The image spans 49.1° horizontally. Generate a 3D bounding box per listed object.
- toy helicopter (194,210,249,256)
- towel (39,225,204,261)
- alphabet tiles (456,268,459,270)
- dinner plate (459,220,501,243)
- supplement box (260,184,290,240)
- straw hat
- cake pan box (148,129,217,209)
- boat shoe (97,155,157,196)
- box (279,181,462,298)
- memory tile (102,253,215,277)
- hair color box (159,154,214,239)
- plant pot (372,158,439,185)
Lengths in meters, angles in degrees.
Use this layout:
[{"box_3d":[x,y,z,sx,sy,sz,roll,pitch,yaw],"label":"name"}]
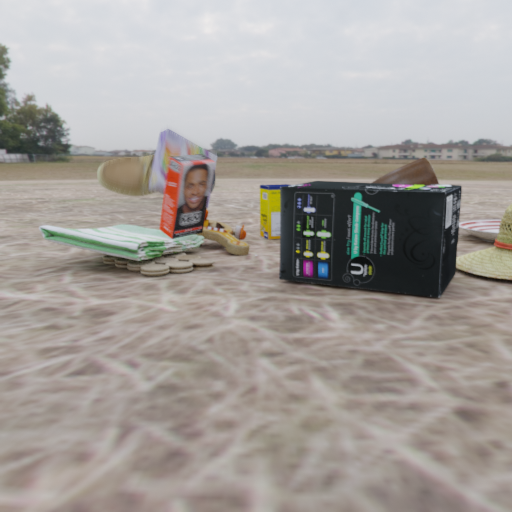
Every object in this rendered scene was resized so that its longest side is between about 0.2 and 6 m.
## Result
[{"box_3d":[-0.602,-0.362,10.933,1.233,0.736,1.865,5,17,-31],"label":"toy helicopter"},{"box_3d":[-2.202,-0.316,9.626,1.912,0.293,2.506,10,8,16],"label":"towel"},{"box_3d":[4.319,0.157,9.109,2.086,0.066,1.736,-7,12,-35],"label":"alphabet tiles"},{"box_3d":[5.875,-0.486,11.968,3.022,0.366,3.022,1,10,0],"label":"dinner plate"},{"box_3d":[0.469,-0.984,12.411,0.640,1.176,0.644,-3,10,-17],"label":"supplement box"},{"box_3d":[4.379,-0.343,8.647,2.587,1.095,2.587,0,11,0],"label":"straw hat"},{"box_3d":[-1.564,-1.842,12.281,1.485,1.367,0.388,26,-25,-38],"label":"cake pan box"},{"box_3d":[-2.267,-1.951,12.957,2.680,0.992,0.890,-2,-15,-21],"label":"boat shoe"},{"box_3d":[1.643,-0.339,8.031,2.241,1.393,1.664,5,11,26],"label":"box"},{"box_3d":[-1.607,0.102,9.207,1.317,0.144,1.718,-8,12,-40],"label":"memory tile"},{"box_3d":[-1.224,-1.042,9.813,0.709,1.398,0.428,-15,38,-41],"label":"hair color box"},{"box_3d":[3.559,-1.421,14.284,1.861,1.740,1.740,-15,9,3],"label":"plant pot"}]
